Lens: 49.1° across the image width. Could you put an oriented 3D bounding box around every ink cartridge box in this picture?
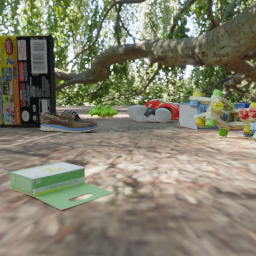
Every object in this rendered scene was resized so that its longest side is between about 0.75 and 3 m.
[{"bbox_3d":[-0.620,0.499,2.598,0.810,0.194,0.590,3,6,42],"label":"ink cartridge box"},{"bbox_3d":[2.841,-0.398,8.782,2.109,0.805,1.439,1,6,-12],"label":"ink cartridge box"}]

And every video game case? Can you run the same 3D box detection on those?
[{"bbox_3d":[-3.545,-1.432,8.727,2.545,2.816,0.359,0,7,4],"label":"video game case"}]

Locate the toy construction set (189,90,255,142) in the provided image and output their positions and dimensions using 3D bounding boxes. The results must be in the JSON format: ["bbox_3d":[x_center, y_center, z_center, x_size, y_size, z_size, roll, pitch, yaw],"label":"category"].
[{"bbox_3d":[2.391,-0.233,5.727,1.465,1.029,2.234,24,3,-25],"label":"toy construction set"}]

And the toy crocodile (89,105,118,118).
[{"bbox_3d":[-1.176,-0.770,14.058,0.615,0.563,1.823,48,27,22],"label":"toy crocodile"}]

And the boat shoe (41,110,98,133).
[{"bbox_3d":[-1.606,-0.193,7.557,1.630,0.590,0.589,1,6,9],"label":"boat shoe"}]

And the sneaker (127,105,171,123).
[{"bbox_3d":[0.892,-0.553,11.202,1.737,0.655,0.988,7,7,14],"label":"sneaker"}]

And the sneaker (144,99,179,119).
[{"bbox_3d":[1.493,-0.865,13.116,2.397,0.923,1.018,5,12,44],"label":"sneaker"}]
